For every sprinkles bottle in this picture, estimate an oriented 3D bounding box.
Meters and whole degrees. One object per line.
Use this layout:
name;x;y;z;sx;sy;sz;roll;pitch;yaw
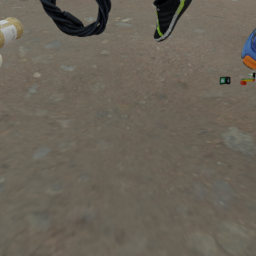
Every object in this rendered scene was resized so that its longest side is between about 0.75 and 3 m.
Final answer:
sprinkles bottle;-3.184;-2.274;6.876;0.583;0.583;1.708;4;31;5

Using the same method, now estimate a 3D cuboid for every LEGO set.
LEGO set;3.595;-1.125;6.985;2.341;0.575;1.749;0;5;-2

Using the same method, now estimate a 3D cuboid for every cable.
cable;-1.575;-3.910;8.579;0.656;2.584;2.108;12;57;46

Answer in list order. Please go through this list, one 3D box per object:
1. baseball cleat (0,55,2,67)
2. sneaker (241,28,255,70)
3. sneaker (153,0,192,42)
baseball cleat;-3.174;-0.882;5.364;0.592;1.698;0.904;39;7;3
sneaker;3.422;-2.534;6.069;1.084;1.129;2.878;22;67;4
sneaker;1.246;-3.964;9.367;0.998;2.411;0.865;15;58;-15
